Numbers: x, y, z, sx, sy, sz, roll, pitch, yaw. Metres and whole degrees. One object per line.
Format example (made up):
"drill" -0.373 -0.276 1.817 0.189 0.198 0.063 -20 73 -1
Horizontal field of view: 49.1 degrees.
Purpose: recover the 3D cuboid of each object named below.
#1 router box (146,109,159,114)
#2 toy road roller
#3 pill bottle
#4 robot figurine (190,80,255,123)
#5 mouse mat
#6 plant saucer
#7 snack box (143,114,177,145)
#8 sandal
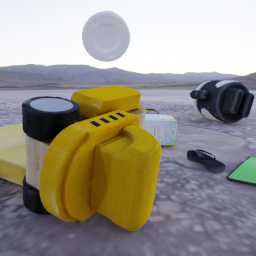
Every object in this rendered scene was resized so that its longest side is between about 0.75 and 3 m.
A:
"router box" -0.126 -0.293 9.641 2.302 0.601 1.810 0 10 -2
"toy road roller" -0.202 0.367 3.780 1.689 1.422 2.314 20 23 28
"pill bottle" -0.739 -3.276 9.777 1.539 1.539 2.721 -1 24 -3
"robot figurine" 3.727 -1.055 11.199 1.658 1.996 2.657 -38 19 -9
"mouse mat" 2.667 0.801 4.977 1.377 0.064 1.712 7 11 35
"plant saucer" -1.746 0.431 5.285 2.309 0.559 2.308 11 14 29
"snack box" 0.204 -0.005 7.701 2.058 0.696 1.735 -1 9 2
"sandal" 1.565 0.592 5.594 0.437 0.246 1.149 -3 10 -17
